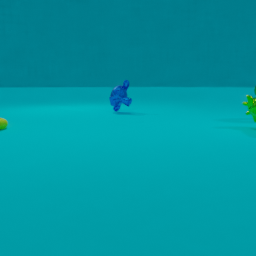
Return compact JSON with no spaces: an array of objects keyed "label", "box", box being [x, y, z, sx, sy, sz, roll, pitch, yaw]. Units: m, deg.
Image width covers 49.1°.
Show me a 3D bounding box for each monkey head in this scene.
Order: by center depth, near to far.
[{"label":"monkey head","box":[-0.248,-1.274,11.751,1.053,1.463,0.882,26,15,12]}]

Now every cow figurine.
[{"label":"cow figurine","box":[3.558,-0.364,7.015,1.554,0.867,1.579,-6,28,44]}]

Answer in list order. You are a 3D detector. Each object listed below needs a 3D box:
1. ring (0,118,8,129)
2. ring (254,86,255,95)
[{"label":"ring","box":[-3.927,-0.155,7.474,1.332,0.266,1.332,6,4,0]},{"label":"ring","box":[4.596,-1.269,8.474,1.453,0.291,1.453,-2,-25,-1]}]
